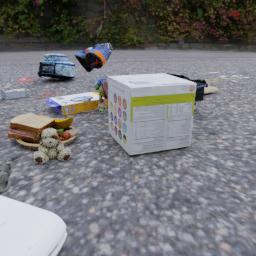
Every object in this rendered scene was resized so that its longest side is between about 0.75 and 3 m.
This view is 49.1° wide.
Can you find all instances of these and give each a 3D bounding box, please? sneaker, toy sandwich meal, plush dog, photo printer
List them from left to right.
[{"bbox_3d":[-2.207,1.948,4.738,2.039,0.708,1.697,9,22,25],"label":"photo printer"},{"bbox_3d":[-2.932,0.017,9.913,2.371,0.812,2.371,0,20,0],"label":"toy sandwich meal"},{"bbox_3d":[-2.309,0.463,8.472,1.119,0.961,0.898,-4,20,-12],"label":"plush dog"},{"bbox_3d":[-1.325,-2.849,11.183,0.960,0.922,2.449,-44,30,-18],"label":"sneaker"}]

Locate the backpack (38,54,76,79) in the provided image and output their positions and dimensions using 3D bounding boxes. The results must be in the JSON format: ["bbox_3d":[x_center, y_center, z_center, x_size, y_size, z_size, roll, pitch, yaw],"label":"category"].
[{"bbox_3d":[-5.119,-4.524,20.657,2.475,1.819,2.265,6,11,-3],"label":"backpack"}]

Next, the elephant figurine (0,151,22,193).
[{"bbox_3d":[-3.257,1.160,6.862,0.926,1.015,1.309,55,20,25],"label":"elephant figurine"}]

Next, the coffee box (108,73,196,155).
[{"bbox_3d":[0.688,-0.580,9.518,2.211,2.187,2.208,-7,21,-20],"label":"coffee box"}]

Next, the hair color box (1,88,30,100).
[{"bbox_3d":[-6.378,-1.947,15.923,1.366,0.414,0.676,-13,23,-33],"label":"hair color box"}]

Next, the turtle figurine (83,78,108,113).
[{"bbox_3d":[-0.815,-1.255,13.002,1.840,1.897,1.365,31,30,9],"label":"turtle figurine"}]

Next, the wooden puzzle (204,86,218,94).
[{"bbox_3d":[4.180,-2.375,17.145,1.803,0.451,1.946,-13,28,-30],"label":"wooden puzzle"}]

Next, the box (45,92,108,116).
[{"bbox_3d":[-2.503,-1.210,13.719,2.826,0.586,1.682,-15,25,-30],"label":"box"}]

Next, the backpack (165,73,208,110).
[{"bbox_3d":[2.324,-1.714,13.264,2.192,1.773,2.302,26,20,31],"label":"backpack"}]
